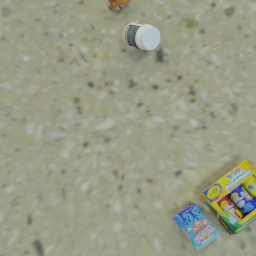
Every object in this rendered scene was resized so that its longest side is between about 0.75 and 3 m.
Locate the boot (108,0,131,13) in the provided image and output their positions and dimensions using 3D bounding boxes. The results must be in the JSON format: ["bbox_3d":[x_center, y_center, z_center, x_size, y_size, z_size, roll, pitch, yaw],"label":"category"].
[{"bbox_3d":[-0.241,-4.017,8.617,0.759,0.291,0.589,-30,111,26],"label":"boot"}]

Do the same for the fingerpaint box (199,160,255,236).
[{"bbox_3d":[2.680,1.670,6.783,1.417,0.520,1.183,-33,68,-9],"label":"fingerpaint box"}]

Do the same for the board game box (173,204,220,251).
[{"bbox_3d":[1.584,2.293,6.532,0.669,0.198,0.880,-20,56,-30],"label":"board game box"}]

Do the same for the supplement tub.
[{"bbox_3d":[0.373,-2.525,7.716,0.673,0.673,0.959,-38,38,-12],"label":"supplement tub"}]
